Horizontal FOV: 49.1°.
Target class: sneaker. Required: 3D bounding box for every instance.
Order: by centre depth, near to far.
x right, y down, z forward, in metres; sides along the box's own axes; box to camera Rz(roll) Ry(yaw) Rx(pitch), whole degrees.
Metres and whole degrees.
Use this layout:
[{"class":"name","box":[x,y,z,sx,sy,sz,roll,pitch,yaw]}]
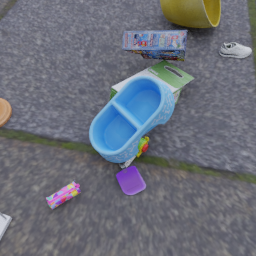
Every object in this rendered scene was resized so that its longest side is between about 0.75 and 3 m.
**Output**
[{"class":"sneaker","box":[4.519,-3.264,11.633,1.319,0.531,0.504,-2,52,-3]}]

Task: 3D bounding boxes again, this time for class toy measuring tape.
[{"class":"toy measuring tape","box":[0.250,0.712,8.808,0.492,0.492,1.338,32,60,21]}]

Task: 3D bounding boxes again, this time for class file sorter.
[{"class":"file sorter","box":[-4.284,2.798,6.724,1.578,1.416,2.274,14,55,10]}]

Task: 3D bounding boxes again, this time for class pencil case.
[{"class":"pencil case","box":[-1.826,1.898,7.967,0.981,0.434,0.434,-31,60,-18]}]

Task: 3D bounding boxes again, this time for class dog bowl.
[{"class":"dog bowl","box":[0.040,-0.308,8.269,2.945,0.730,1.641,-47,68,4]}]

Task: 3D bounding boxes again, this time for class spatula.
[{"class":"spatula","box":[-0.306,0.962,8.745,0.697,0.253,2.465,-25,56,-12]}]

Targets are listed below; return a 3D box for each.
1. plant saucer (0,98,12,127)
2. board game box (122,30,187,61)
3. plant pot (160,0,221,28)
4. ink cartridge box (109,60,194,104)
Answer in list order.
[{"class":"plant saucer","box":[-4.866,-0.527,9.841,1.463,0.236,1.463,0,54,1]},{"class":"board game box","box":[0.981,-2.954,10.056,2.180,2.181,0.673,7,95,10]},{"class":"plant pot","box":[2.628,-5.676,12.265,2.057,2.898,2.898,-3,48,33]},{"class":"ink cartridge box","box":[0.876,-1.295,9.897,1.478,0.844,2.846,38,52,24]}]
